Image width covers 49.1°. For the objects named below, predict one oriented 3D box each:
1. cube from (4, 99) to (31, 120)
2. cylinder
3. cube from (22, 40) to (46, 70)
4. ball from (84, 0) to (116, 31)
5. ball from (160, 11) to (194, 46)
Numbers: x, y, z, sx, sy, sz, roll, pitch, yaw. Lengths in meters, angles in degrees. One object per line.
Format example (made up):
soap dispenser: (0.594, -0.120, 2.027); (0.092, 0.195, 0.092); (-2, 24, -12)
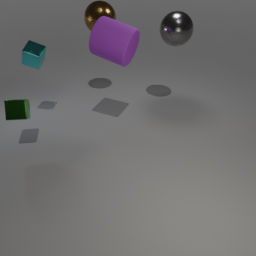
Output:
cube: (-3.872, -0.647, 9.849); (0.700, 0.700, 0.700); (-3, 5, -9)
cylinder: (-0.478, -3.116, 10.117); (1.400, 1.400, 1.400); (24, 37, 10)
cube: (-3.657, -2.833, 10.891); (0.700, 0.700, 0.700); (19, 53, -8)
ball: (-1.220, -4.849, 12.325); (1.400, 1.400, 1.400); (0, 32, 0)
ball: (2.030, -4.150, 11.742); (1.400, 1.400, 1.400); (0, 32, 0)
